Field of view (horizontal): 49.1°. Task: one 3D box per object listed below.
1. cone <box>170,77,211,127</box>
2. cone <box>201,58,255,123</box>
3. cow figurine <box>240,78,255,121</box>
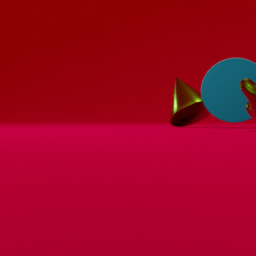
[{"bbox_3d":[1.673,-0.972,8.334,1.385,1.390,1.385,-14,-26,-7],"label":"cone"},{"bbox_3d":[2.761,-0.903,7.576,1.586,1.586,1.592,0,-1,12],"label":"cone"},{"bbox_3d":[2.090,-0.306,3.872,0.685,1.228,1.248,-28,-44,8],"label":"cow figurine"}]
